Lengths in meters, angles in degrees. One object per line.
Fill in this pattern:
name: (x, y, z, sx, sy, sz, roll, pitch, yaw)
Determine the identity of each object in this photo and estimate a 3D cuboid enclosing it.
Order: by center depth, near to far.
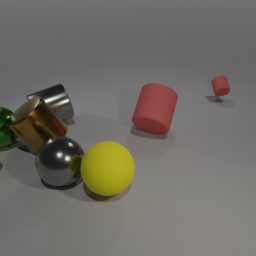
ball: (-0.529, 1.053, 7.337, 1.400, 1.400, 1.400, 0, 29, 0)
ball: (-1.890, 0.937, 7.913, 1.400, 1.400, 1.400, 0, 29, 0)
cylinder: (-2.956, -0.075, 9.229, 1.400, 1.400, 1.400, -26, 32, 18)
ball: (-4.414, -0.026, 9.592, 1.400, 1.400, 1.400, 0, 29, 0)
cylinder: (0.990, -0.690, 10.242, 1.400, 1.400, 1.400, 11, 70, 19)
cylinder: (-2.996, -0.842, 10.865, 1.400, 1.400, 1.400, -24, 35, -17)
cylinder: (4.240, -1.918, 12.812, 0.700, 0.700, 0.700, -2, 61, -3)
